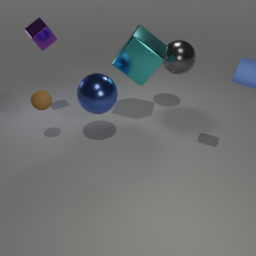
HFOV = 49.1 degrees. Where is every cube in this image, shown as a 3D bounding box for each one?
[{"bbox_3d":[-3.128,-3.370,10.079,0.700,0.700,0.700,-40,59,-2],"label":"cube"},{"bbox_3d":[0.471,-2.731,10.523,1.400,1.400,1.400,35,35,-12],"label":"cube"}]

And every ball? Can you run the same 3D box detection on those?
[{"bbox_3d":[-1.048,-1.173,9.607,1.400,1.400,1.400,0,31,0],"label":"ball"},{"bbox_3d":[-2.971,-0.955,9.619,0.700,0.700,0.700,0,31,0],"label":"ball"},{"bbox_3d":[2.119,-2.949,11.718,1.400,1.400,1.400,0,31,0],"label":"ball"}]

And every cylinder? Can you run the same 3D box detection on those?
[{"bbox_3d":[3.359,-1.510,7.748,0.700,0.700,0.700,23,37,18],"label":"cylinder"}]
